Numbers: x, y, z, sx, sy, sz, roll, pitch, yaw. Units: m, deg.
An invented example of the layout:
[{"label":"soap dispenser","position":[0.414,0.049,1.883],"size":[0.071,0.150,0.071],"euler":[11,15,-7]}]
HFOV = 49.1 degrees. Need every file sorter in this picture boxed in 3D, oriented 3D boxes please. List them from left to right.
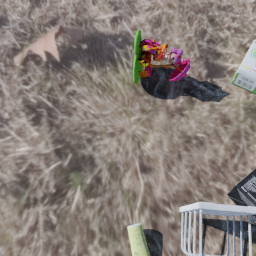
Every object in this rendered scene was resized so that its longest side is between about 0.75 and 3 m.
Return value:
[{"label":"file sorter","position":[1.902,2.280,6.053],"size":[1.262,1.819,1.133],"euler":[5,72,0]}]

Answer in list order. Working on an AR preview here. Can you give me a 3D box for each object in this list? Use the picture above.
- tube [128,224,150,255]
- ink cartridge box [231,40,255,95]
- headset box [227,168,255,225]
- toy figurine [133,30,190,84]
[{"label":"tube","position":[0.326,3.105,6.850],"size":[0.417,0.373,1.436],"euler":[-20,76,34]},{"label":"ink cartridge box","position":[4.520,-2.211,9.443],"size":[1.167,0.667,2.249],"euler":[29,66,14]},{"label":"headset box","position":[4.162,1.592,7.303],"size":[2.395,0.925,1.783],"euler":[-34,64,-18]},{"label":"toy figurine","position":[1.096,-2.109,8.628],"size":[1.669,1.813,1.361],"euler":[8,53,11]}]
